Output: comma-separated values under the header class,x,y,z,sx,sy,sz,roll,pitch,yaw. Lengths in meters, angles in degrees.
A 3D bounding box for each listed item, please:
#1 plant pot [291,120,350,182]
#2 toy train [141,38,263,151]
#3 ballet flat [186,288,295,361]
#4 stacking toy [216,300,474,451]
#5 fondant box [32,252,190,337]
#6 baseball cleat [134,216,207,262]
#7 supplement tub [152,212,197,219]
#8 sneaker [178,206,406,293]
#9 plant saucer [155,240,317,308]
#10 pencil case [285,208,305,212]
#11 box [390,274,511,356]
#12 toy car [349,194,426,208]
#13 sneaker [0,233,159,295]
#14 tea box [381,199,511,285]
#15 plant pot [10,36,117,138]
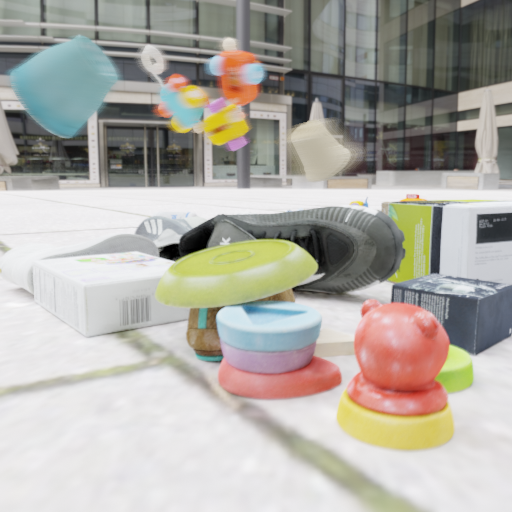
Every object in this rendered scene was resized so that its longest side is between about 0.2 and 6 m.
class,x,y,z,sx,sy,sz,roll,pitch,yaw
plant pot,0.855,-1.525,7.932,0.718,0.657,0.718,-28,32,19
toy train,-0.792,-2.992,9.960,2.662,1.999,0.740,21,47,35
ballet flat,-0.105,0.326,5.443,0.748,0.798,2.205,-3,7,19
stacking toy,0.699,0.558,4.071,1.800,0.760,1.629,7,11,38
fondant box,-1.572,0.348,6.246,1.318,0.532,1.826,-6,11,-35
baseball cleat,-1.617,-0.199,9.131,2.226,0.776,1.185,-9,19,47
supplement tub,-1.846,-0.691,12.802,0.972,0.641,0.641,1,9,13
sneaker,0.205,-0.028,7.132,1.522,1.118,3.363,-12,11,-41
plant saucer,-0.194,0.100,4.879,1.435,0.223,1.435,-10,13,2
pencil case,1.023,-0.923,14.512,0.538,0.587,1.294,-16,0,23
box,1.825,0.512,5.212,0.839,0.529,0.854,11,13,43
toy car,3.042,-1.041,13.800,1.544,1.047,3.148,-6,11,-38
sneaker,-2.426,0.031,7.673,1.166,0.744,2.018,10,13,41
tea box,2.860,-0.170,7.540,1.731,1.157,1.703,-4,9,-23
plant pot,-3.151,-2.963,9.535,1.311,1.395,1.395,-32,0,16
